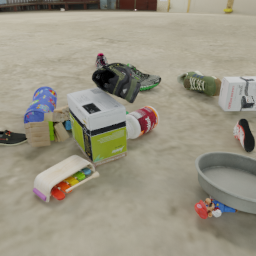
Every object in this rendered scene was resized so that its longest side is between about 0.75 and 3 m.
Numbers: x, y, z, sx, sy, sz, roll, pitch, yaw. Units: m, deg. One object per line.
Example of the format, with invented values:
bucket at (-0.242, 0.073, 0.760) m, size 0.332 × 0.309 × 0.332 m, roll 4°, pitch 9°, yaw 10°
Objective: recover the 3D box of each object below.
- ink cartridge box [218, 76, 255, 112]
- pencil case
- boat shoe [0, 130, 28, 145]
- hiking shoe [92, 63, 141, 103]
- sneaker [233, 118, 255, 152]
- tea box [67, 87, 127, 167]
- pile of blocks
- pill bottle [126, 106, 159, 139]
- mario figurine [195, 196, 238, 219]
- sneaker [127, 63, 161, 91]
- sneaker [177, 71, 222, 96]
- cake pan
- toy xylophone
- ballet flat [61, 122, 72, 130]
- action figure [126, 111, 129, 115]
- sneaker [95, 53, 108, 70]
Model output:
ink cartridge box at (5.122, -1.499, 12.340) m, size 1.896 × 1.375 × 0.794 m, roll -1°, pitch 29°, yaw -2°
pencil case at (-3.553, -0.808, 11.448) m, size 1.129 × 1.014 × 2.599 m, roll -21°, pitch 30°, yaw 3°
boat shoe at (-4.343, 0.323, 10.017) m, size 1.441 × 0.452 × 0.527 m, roll -1°, pitch 28°, yaw -4°
hiking shoe at (-0.557, -1.746, 9.308) m, size 1.339 × 1.007 × 2.660 m, roll 18°, pitch 16°, yaw -28°
sneaker at (4.111, 0.355, 9.962) m, size 0.423 × 0.680 × 1.268 m, roll -2°, pitch 65°, yaw -3°
tea box at (-1.027, -0.086, 9.220) m, size 1.265 × 1.863 × 1.894 m, roll -16°, pitch 35°, yaw -25°
pile of blocks at (-2.574, -0.214, 10.369) m, size 0.895 × 1.182 × 2.879 m, roll 0°, pitch 29°, yaw 49°
pill bottle at (0.331, -0.164, 10.398) m, size 0.922 × 0.922 × 1.632 m, roll 25°, pitch 38°, yaw 38°
mario figurine at (2.179, 1.883, 6.928) m, size 1.134 × 0.700 × 0.601 m, roll -3°, pitch 73°, yaw -20°
sneaker at (0.333, -2.690, 14.694) m, size 2.865 × 1.221 × 1.118 m, roll 8°, pitch 30°, yaw 13°
sneaker at (3.454, -2.204, 14.122) m, size 1.322 × 0.987 × 2.945 m, roll -8°, pitch 25°, yaw -11°
cake pan at (3.075, 1.415, 7.555) m, size 2.616 × 0.480 × 2.616 m, roll 6°, pitch 21°, yaw -2°
toy xylophone at (-1.691, 1.416, 7.956) m, size 1.903 × 0.478 × 1.393 m, roll -23°, pitch 36°, yaw -36°
ballet flat at (-2.182, -0.104, 10.877) m, size 1.098 × 0.346 × 0.377 m, roll 9°, pitch 31°, yaw 16°
action figure at (-0.094, -0.573, 11.873) m, size 0.465 × 0.215 × 0.787 m, roll -5°, pitch 22°, yaw -6°
sneaker at (-1.674, -4.096, 17.674) m, size 0.884 × 0.818 × 2.192 m, roll -8°, pitch 30°, yaw -13°
